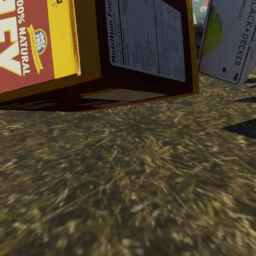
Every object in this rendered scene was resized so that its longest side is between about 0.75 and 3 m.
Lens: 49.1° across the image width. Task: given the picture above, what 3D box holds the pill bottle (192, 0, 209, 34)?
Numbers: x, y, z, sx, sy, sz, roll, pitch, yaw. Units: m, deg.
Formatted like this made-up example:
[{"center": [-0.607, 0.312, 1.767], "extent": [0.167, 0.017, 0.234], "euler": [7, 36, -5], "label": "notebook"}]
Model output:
[{"center": [1.252, -2.886, 7.329], "extent": [1.995, 1.193, 1.193], "euler": [-21, 17, 15], "label": "pill bottle"}]

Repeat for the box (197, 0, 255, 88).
[{"center": [2.366, -2.225, 5.121], "extent": [0.869, 1.686, 2.891], "euler": [26, 52, 24], "label": "box"}]

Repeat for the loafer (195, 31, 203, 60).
[{"center": [2.278, -2.668, 8.995], "extent": [0.976, 0.855, 2.717], "euler": [-1, 10, 15], "label": "loafer"}]

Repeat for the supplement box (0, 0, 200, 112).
[{"center": [-0.755, -1.267, 4.164], "extent": [2.649, 1.783, 2.686], "euler": [-5, -2, 36], "label": "supplement box"}]
